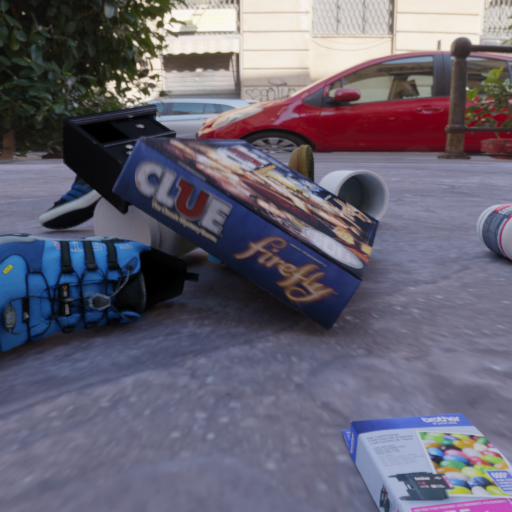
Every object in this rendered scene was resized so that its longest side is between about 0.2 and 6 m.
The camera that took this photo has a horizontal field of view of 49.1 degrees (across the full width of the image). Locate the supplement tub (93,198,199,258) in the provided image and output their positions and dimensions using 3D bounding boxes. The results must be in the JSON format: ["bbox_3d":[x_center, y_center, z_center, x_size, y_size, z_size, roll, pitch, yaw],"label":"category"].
[{"bbox_3d":[-1.555,-0.650,9.401,1.445,1.445,1.993,8,21,31],"label":"supplement tub"}]

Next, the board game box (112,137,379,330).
[{"bbox_3d":[0.268,-0.657,8.043,2.907,0.743,4.292,32,17,6],"label":"board game box"}]

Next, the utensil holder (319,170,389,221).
[{"bbox_3d":[2.250,-1.398,13.407,1.331,1.331,1.566,-2,10,-10],"label":"utensil holder"}]

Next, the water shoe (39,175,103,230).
[{"bbox_3d":[-3.856,-1.342,12.509,2.198,0.867,0.786,-26,-21,0],"label":"water shoe"}]

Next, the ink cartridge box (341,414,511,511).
[{"bbox_3d":[1.106,1.331,3.447,0.836,0.294,1.401,-1,11,-8],"label":"ink cartridge box"}]

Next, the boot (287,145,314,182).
[{"bbox_3d":[-0.025,-1.509,12.288,2.567,2.248,0.849,4,53,11],"label":"boot"}]

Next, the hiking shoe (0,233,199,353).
[{"bbox_3d":[-1.911,0.285,6.070,1.355,1.162,3.124,4,13,22],"label":"hiking shoe"}]

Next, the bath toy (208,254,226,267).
[{"bbox_3d":[0.083,-0.260,9.486,1.884,0.696,0.819,-8,19,-43],"label":"bath toy"}]

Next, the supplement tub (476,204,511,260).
[{"bbox_3d":[4.500,-0.409,9.755,0.925,0.925,1.318,0,12,-2],"label":"supplement tub"}]

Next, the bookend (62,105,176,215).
[{"bbox_3d":[-1.784,-1.541,8.551,1.664,0.771,1.675,-22,48,-39],"label":"bookend"}]
